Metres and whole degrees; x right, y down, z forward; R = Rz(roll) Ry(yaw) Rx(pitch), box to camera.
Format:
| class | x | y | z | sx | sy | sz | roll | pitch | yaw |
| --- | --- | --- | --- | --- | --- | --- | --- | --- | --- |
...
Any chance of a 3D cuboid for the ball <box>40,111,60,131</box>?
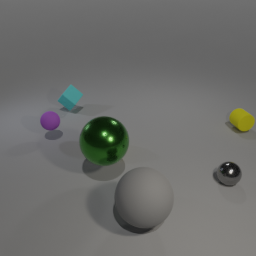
| class | x | y | z | sx | sy | sz | roll | pitch | yaw |
| --- | --- | --- | --- | --- | --- | --- | --- | --- | --- |
| ball | -2.798 | -0.258 | 10.085 | 0.700 | 0.700 | 0.700 | 0 | 29 | 0 |

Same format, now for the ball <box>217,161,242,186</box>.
| class | x | y | z | sx | sy | sz | roll | pitch | yaw |
| --- | --- | --- | --- | --- | --- | --- | --- | --- | --- |
| ball | 2.970 | 1.334 | 8.225 | 0.700 | 0.700 | 0.700 | 0 | 29 | 0 |

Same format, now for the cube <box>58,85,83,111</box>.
| class | x | y | z | sx | sy | sz | roll | pitch | yaw |
| --- | --- | --- | --- | --- | --- | --- | --- | --- | --- |
| cube | -2.534 | -1.333 | 12.311 | 0.700 | 0.700 | 0.700 | 39 | 55 | -13 |

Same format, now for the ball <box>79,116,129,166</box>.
| class | x | y | z | sx | sy | sz | roll | pitch | yaw |
| --- | --- | --- | --- | --- | --- | --- | --- | --- | --- |
| ball | -0.663 | 0.365 | 7.871 | 1.400 | 1.400 | 1.400 | 0 | 29 | 0 |

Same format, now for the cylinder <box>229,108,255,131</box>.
| class | x | y | z | sx | sy | sz | roll | pitch | yaw |
| --- | --- | --- | --- | --- | --- | --- | --- | --- | --- |
| cylinder | 4.461 | -0.328 | 10.984 | 0.700 | 0.700 | 0.700 | -5 | 26 | -9 |

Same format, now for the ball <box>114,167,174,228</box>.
| class | x | y | z | sx | sy | sz | roll | pitch | yaw |
| --- | --- | --- | --- | --- | --- | --- | --- | --- | --- |
| ball | 0.380 | 1.624 | 6.613 | 1.400 | 1.400 | 1.400 | 0 | 29 | 0 |
